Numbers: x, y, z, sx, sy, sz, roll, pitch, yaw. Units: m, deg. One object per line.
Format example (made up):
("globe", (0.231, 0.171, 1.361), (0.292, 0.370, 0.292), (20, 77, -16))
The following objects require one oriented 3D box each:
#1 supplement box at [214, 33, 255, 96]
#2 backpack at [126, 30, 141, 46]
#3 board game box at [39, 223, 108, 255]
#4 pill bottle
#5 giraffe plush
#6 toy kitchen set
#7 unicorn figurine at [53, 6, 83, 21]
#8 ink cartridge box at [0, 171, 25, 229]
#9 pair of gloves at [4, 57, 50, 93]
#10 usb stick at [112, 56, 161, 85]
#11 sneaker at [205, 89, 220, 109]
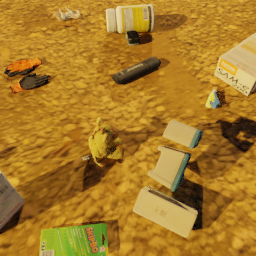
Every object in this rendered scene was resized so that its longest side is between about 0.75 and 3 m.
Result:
("supplement box", (5.463, -2.877, 12.259), (2.875, 1.057, 1.812), (-34, 60, -23))
("backpack", (0.232, -4.442, 13.767), (0.669, 0.567, 0.753), (-13, 60, -13))
("board game box", (-1.537, 3.308, 8.052), (1.913, 0.287, 0.914), (-6, 54, -2))
("pill bottle", (0.096, -5.478, 14.100), (2.316, 1.324, 1.324), (-5, 53, -4))
("giraffe plush", (-0.805, 0.345, 9.430), (1.374, 1.291, 1.592), (38, 44, 25))
("toy kitchen set", (1.762, 1.442, 9.011), (1.747, 2.376, 2.966), (23, 95, 16))
("unicorn figurine", (-3.198, -6.194, 15.200), (1.472, 0.544, 1.011), (-35, 69, -7))
("ink cartridge box", (-4.004, 2.053, 7.932), (0.842, 1.966, 1.451), (28, 57, 20))
("pair of gloves", (-4.502, -2.400, 12.426), (1.745, 0.242, 1.958), (-23, 57, -17))
("usb stick", (0.404, -2.577, 12.463), (2.362, 0.385, 0.655), (-28, 58, -20))
("sneaker", (3.532, -1.137, 11.429), (0.514, 0.370, 0.978), (29, 64, 6))
